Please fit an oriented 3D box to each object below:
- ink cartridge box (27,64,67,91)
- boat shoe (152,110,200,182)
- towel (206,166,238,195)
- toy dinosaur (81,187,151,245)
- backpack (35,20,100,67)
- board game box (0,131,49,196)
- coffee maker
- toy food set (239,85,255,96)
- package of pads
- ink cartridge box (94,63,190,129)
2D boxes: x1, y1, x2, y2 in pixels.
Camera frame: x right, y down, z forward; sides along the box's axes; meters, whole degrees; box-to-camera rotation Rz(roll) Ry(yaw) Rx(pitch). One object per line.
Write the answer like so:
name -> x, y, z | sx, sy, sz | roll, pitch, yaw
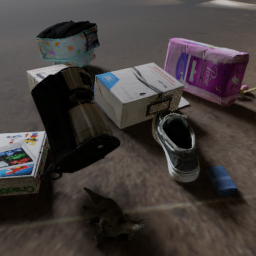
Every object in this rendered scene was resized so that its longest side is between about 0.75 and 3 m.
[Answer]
ink cartridge box -> -2.558, -1.545, 10.179 | 1.530, 0.891, 2.100 | -20, 35, -30
boat shoe -> 1.295, 0.109, 7.282 | 1.035, 1.018, 2.872 | -4, 31, -7
towel -> 2.098, 1.180, 6.311 | 0.447, 0.194, 0.801 | -4, 32, -6
toy dinosaur -> -0.375, 1.667, 5.284 | 0.811, 0.611, 1.587 | -8, 24, -35
backpack -> -2.780, -3.770, 12.788 | 2.270, 1.979, 2.582 | 13, 30, 24
board game box -> -3.494, 0.826, 6.574 | 2.968, 0.514, 1.874 | -3, 31, -5
coffee maker -> -1.404, -0.125, 6.231 | 1.905, 1.336, 1.984 | -24, 66, -5
toy food set -> 4.064, -1.512, 10.784 | 1.034, 0.256, 1.627 | -17, 27, -26
package of pads -> 2.663, -2.124, 10.238 | 1.130, 1.799, 2.986 | -16, 34, -38
ink cartridge box -> 0.582, -1.228, 9.263 | 2.963, 1.005, 1.719 | -19, 48, -30
